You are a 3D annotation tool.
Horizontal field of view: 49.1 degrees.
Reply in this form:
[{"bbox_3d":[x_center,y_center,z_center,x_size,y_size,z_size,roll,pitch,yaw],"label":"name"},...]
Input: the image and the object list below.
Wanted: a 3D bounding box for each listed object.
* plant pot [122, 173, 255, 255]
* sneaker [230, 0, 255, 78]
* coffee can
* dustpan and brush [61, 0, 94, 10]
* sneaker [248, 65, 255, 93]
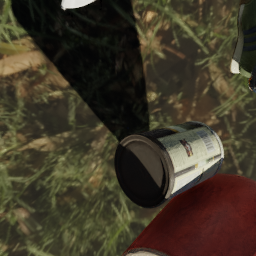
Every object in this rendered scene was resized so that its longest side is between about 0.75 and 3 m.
[{"bbox_3d":[1.391,2.531,4.979,2.979,2.636,2.979,10,105,41],"label":"plant pot"},{"bbox_3d":[2.682,-1.824,5.509,0.705,2.104,0.944,-40,54,-23],"label":"sneaker"},{"bbox_3d":[0.754,0.564,4.935,1.637,1.198,1.198,-11,81,-44],"label":"coffee can"},{"bbox_3d":[-0.502,-3.464,5.483,0.826,2.886,2.014,30,123,15],"label":"dustpan and brush"},{"bbox_3d":[2.551,-0.908,4.676,0.896,2.256,0.885,40,93,19],"label":"sneaker"}]
